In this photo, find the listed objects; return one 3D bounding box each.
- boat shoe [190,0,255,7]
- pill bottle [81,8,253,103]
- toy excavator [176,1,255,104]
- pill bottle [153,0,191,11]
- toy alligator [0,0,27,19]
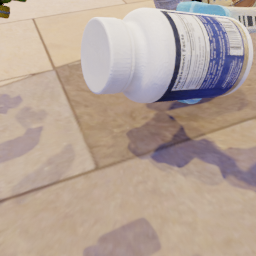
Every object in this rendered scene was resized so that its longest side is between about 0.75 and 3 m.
[{"bbox_3d":[1.851,-2.634,6.241,2.567,0.922,0.972,-37,53,3],"label":"boat shoe"},{"bbox_3d":[0.313,-0.570,2.270,1.285,0.714,0.714,-7,43,-29],"label":"pill bottle"},{"bbox_3d":[1.659,-1.605,4.665,2.711,2.636,1.354,18,23,39],"label":"toy excavator"},{"bbox_3d":[1.276,-3.751,7.812,1.202,2.120,1.202,-15,48,17],"label":"pill bottle"},{"bbox_3d":[-2.454,-2.114,3.756,0.643,0.887,2.677,26,21,34],"label":"toy alligator"}]
